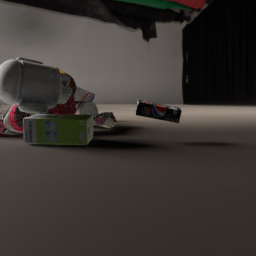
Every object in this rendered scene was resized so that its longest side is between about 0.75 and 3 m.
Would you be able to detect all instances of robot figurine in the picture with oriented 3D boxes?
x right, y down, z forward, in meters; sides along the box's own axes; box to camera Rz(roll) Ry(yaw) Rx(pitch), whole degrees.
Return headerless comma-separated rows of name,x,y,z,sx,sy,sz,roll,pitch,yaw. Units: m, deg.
robot figurine,-2.115,-0.949,6.130,1.699,1.441,0.959,4,-36,-33

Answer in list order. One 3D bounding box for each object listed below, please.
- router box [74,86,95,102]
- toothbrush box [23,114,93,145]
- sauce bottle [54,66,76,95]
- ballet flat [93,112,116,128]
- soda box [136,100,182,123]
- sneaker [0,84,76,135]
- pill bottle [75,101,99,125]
router box,-2.414,-1.201,11.620,1.592,0.433,1.774,23,32,2
toothbrush box,-1.408,0.006,5.878,1.263,0.543,0.919,0,8,2
sauce bottle,-2.784,-1.792,10.323,0.967,0.967,2.931,-4,22,-31
ballet flat,-0.618,-0.226,8.548,0.490,0.476,1.378,41,12,6
soda box,0.642,-0.353,5.958,0.934,0.296,0.330,10,15,-2
sneaker,-2.397,-0.596,7.670,1.027,1.109,2.752,-12,11,27
pill bottle,-1.774,-0.493,9.417,1.499,0.832,0.832,5,7,41
